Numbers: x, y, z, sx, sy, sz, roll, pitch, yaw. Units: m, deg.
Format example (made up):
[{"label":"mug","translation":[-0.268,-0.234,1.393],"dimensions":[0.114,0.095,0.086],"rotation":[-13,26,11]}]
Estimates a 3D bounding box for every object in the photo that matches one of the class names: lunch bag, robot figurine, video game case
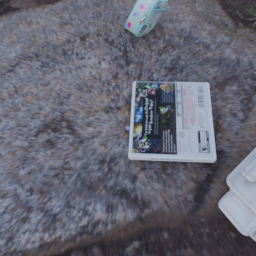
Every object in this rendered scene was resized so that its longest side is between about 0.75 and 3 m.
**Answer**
[{"label":"lunch bag","translation":[0.589,-3.441,8.397],"dimensions":[0.606,1.260,1.571],"rotation":[39,33,1]},{"label":"robot figurine","translation":[3.391,1.055,6.026],"dimensions":[2.980,2.527,1.683],"rotation":[-50,40,11]},{"label":"video game case","translation":[1.169,-0.241,7.611],"dimensions":[2.192,0.282,2.411],"rotation":[2,62,4]}]
